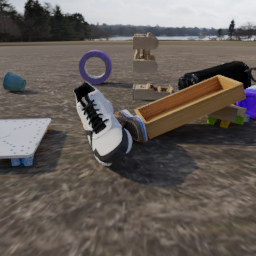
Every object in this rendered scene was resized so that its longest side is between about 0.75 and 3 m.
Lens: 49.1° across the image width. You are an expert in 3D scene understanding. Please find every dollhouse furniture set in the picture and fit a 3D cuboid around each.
[{"bbox_3d":[1.059,-2.540,11.518,1.693,2.601,2.390,1,20,2],"label":"dollhouse furniture set"}]

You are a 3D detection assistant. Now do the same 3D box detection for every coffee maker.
[{"bbox_3d":[3.202,-1.677,10.214,2.178,1.467,2.092,-19,-6,-17],"label":"coffee maker"}]

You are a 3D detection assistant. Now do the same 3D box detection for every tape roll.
[{"bbox_3d":[-1.686,-3.186,14.630,1.686,1.686,0.716,0,20,-1],"label":"tape roll"}]

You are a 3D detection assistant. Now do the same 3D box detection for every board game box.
[{"bbox_3d":[-3.369,0.316,7.008,2.491,0.322,2.490,-2,21,-4],"label":"board game box"}]

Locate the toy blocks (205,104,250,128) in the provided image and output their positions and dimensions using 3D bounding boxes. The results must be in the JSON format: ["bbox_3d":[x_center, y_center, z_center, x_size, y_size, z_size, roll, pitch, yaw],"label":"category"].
[{"bbox_3d":[3.073,-0.541,8.911,1.709,0.854,1.168,19,16,40],"label":"toy blocks"}]

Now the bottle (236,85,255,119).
[{"bbox_3d":[4.843,-1.070,9.897,1.173,0.917,2.808,27,31,33],"label":"bottle"}]

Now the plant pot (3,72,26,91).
[{"bbox_3d":[-5.216,-2.080,13.002,0.789,0.840,0.840,16,21,0],"label":"plant pot"}]

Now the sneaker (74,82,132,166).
[{"bbox_3d":[-0.721,-0.157,6.390,0.945,1.026,2.565,-36,40,3],"label":"sneaker"}]

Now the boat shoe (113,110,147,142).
[{"bbox_3d":[-0.061,0.006,7.526,0.677,0.676,1.870,-15,18,-16],"label":"boat shoe"}]

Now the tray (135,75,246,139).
[{"bbox_3d":[1.704,-0.665,8.107,2.847,0.527,1.404,-22,22,-1],"label":"tray"}]
